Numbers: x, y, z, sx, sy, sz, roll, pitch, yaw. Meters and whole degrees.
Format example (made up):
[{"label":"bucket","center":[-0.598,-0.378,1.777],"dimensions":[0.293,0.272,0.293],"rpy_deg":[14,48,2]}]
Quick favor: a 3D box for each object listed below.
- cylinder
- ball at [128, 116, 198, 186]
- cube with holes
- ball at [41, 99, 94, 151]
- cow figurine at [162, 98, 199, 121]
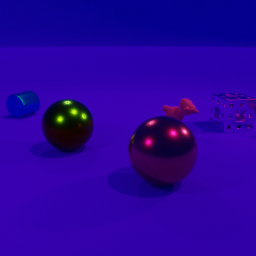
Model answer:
[{"label":"cylinder","center":[-3.427,-0.784,9.187],"dimensions":[0.773,0.773,0.773],"rpy_deg":[7,19,22]},{"label":"ball","center":[0.596,0.388,4.843],"dimensions":[1.198,1.198,1.198],"rpy_deg":[0,18,0]},{"label":"cube with holes","center":[2.944,-0.458,7.960],"dimensions":[0.904,0.904,0.904],"rpy_deg":[-3,18,-11]},{"label":"ball","center":[-1.351,-0.072,6.328],"dimensions":[1.168,1.168,1.168],"rpy_deg":[0,18,0]},{"label":"cow figurine","center":[1.318,-0.305,7.355],"dimensions":[0.546,0.995,0.979],"rpy_deg":[11,10,-41]}]
